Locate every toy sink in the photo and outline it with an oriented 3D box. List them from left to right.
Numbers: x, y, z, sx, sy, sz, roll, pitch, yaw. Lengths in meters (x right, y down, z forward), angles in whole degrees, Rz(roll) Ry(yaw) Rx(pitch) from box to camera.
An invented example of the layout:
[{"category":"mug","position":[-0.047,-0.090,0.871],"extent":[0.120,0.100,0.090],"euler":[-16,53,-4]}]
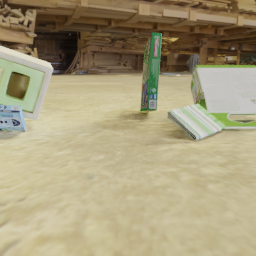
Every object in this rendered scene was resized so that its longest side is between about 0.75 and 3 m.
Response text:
[{"category":"toy sink","position":[-3.369,-1.322,7.409],"extent":[2.320,1.512,1.300],"euler":[17,13,-24]}]

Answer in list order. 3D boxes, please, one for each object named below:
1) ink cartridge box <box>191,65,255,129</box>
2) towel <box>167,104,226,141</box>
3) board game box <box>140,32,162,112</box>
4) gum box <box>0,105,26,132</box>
[{"category":"ink cartridge box","position":[3.304,-0.757,9.010],"extent":[2.110,1.082,2.855],"euler":[0,49,1]},{"category":"towel","position":[1.818,-0.171,7.401],"extent":[1.467,0.225,1.094],"euler":[-14,52,-44]},{"category":"board game box","position":[0.778,-1.842,9.852],"extent":[0.365,2.506,1.686],"euler":[4,2,-4]},{"category":"gum box","position":[-3.133,-0.241,7.163],"extent":[0.869,0.228,1.022],"euler":[2,-28,-11]}]
